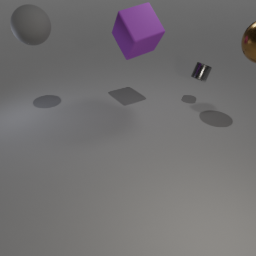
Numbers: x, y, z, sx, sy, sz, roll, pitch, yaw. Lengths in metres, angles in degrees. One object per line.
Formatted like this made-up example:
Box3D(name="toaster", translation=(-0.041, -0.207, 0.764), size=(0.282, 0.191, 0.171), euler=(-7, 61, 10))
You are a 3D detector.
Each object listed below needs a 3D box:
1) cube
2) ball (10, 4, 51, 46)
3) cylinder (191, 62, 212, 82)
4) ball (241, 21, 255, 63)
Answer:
Box3D(name="cube", translation=(0.373, -3.819, 11.149), size=(1.400, 1.400, 1.400), euler=(-25, 82, -19))
Box3D(name="ball", translation=(-3.505, -3.716, 10.143), size=(1.400, 1.400, 1.400), euler=(0, 30, 0))
Box3D(name="cylinder", translation=(3.259, -2.482, 12.457), size=(0.700, 0.700, 0.700), euler=(21, 15, -6))
Box3D(name="ball", translation=(4.300, -2.709, 8.773), size=(1.400, 1.400, 1.400), euler=(0, 30, 0))
